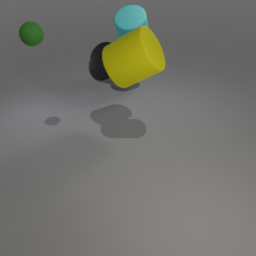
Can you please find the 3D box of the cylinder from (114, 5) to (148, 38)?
[{"bbox_3d":[0.200,-4.456,12.530,1.400,1.400,1.400,-4,67,9],"label":"cylinder"}]

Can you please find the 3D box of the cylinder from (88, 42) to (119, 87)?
[{"bbox_3d":[-0.481,-2.262,10.209,1.400,1.400,1.400,22,11,33],"label":"cylinder"}]

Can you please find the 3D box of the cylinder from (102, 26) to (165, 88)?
[{"bbox_3d":[0.182,-2.095,8.392,1.400,1.400,1.400,-20,20,29],"label":"cylinder"}]

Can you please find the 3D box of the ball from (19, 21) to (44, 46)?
[{"bbox_3d":[-2.861,-2.784,8.300,0.700,0.700,0.700,0,31,0],"label":"ball"}]
